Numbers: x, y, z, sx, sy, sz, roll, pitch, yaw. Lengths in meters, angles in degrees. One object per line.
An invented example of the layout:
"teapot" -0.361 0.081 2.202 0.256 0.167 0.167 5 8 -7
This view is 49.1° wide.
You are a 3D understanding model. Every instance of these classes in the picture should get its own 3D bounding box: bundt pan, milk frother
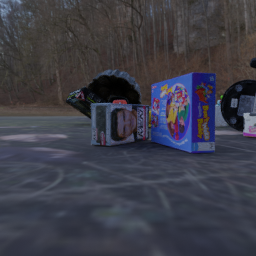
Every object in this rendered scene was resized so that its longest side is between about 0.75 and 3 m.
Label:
"bundt pan" -0.615 -1.838 14.574 2.907 2.907 1.091 1 43 18
"milk frother" 4.200 -0.715 7.722 2.343 2.114 2.204 34 24 33

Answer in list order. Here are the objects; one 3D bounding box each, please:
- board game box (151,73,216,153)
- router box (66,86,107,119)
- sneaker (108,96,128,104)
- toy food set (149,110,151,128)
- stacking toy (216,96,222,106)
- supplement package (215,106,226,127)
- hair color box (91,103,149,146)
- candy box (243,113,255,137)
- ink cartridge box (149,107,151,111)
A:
"board game box" 0.747 -0.220 4.175 0.333 0.999 1.486 -1 3 -15
"router box" -1.667 -0.989 12.614 1.907 0.593 1.429 36 -23 -27
"sneaker" -0.313 -0.375 7.693 0.843 0.950 2.249 -1 3 -13
"toy food set" 1.556 -0.420 10.170 2.373 0.775 1.396 -1 3 -21
"stacking toy" 3.927 -0.721 11.261 1.683 0.395 1.269 44 -13 -17
"supplement package" 3.170 -0.450 10.605 1.018 0.793 0.564 -2 3 -28
"hair color box" -0.089 -0.079 4.792 0.398 0.649 1.311 2 3 31
"candy box" 3.437 -0.066 5.768 1.708 0.521 1.165 -1 3 -25
"ink cartridge box" 1.977 -0.725 15.447 1.479 0.852 2.554 1 3 18
